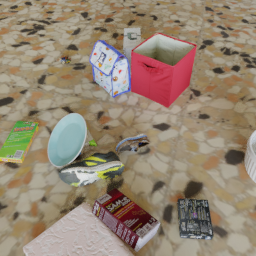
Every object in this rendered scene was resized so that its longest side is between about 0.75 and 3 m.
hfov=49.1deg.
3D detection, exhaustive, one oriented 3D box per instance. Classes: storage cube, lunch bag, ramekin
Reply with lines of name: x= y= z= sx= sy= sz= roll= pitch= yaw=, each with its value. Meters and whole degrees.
storage cube: x=1.459 y=-2.507 z=12.045 sx=2.007 sy=2.110 sz=2.347 roll=27 pitch=52 yaw=24
lunch bag: x=-0.787 y=-2.623 z=12.219 sx=1.248 sy=2.015 sz=1.713 roll=-28 pitch=52 yaw=-26
ramekin: x=4.920 y=1.069 z=9.127 sx=2.219 sy=1.165 sz=2.219 roll=0 pitch=45 yaw=0

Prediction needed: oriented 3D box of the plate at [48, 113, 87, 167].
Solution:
plate: x=-2.015 y=0.413 z=9.469 sx=1.909 sy=0.244 sz=1.909 roll=-19 pitch=59 yaw=34

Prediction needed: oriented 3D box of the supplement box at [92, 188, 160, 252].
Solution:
supplement box: x=-0.073 y=2.525 z=7.923 sx=1.727 sy=0.526 sz=0.940 roll=31 pitch=30 yaw=27

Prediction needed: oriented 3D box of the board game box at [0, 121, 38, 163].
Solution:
board game box: x=-4.021 y=0.460 z=10.382 sx=0.898 sy=0.282 sz=1.879 roll=5 pitch=48 yaw=4

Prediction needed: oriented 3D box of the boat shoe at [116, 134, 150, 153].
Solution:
boat shoe: x=0.200 y=0.603 z=10.085 sx=1.319 sy=0.476 sz=0.477 roll=-23 pitch=51 yaw=-21

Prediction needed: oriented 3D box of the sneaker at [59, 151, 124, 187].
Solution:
sneaker: x=-1.225 y=1.308 z=9.276 sx=2.119 sy=0.789 sz=0.897 roll=-5 pitch=38 yaw=-18

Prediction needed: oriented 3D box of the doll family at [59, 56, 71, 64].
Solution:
doll family: x=-3.172 y=-3.485 z=14.290 sx=0.497 sy=0.337 sz=0.859 roll=-32 pitch=50 yaw=-22

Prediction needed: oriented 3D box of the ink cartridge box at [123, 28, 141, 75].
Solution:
ink cartridge box: x=0.222 y=-3.780 z=13.761 sx=0.858 sy=1.490 sz=2.042 roll=-1 pitch=44 yaw=2

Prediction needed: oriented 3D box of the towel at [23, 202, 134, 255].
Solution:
towel: x=-1.304 y=3.338 z=7.433 sx=2.138 sy=0.361 sz=2.238 roll=-33 pitch=53 yaw=-28

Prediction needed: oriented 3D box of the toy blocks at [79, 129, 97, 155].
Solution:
toy blocks: x=-1.898 y=0.397 z=10.209 sx=1.084 sy=0.792 sz=1.586 roll=-27 pitch=49 yaw=-10

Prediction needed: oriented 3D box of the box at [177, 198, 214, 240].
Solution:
box: x=1.945 y=2.640 z=8.197 sx=0.920 sy=0.250 sz=1.149 roll=2 pitch=45 yaw=2
